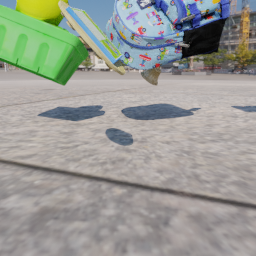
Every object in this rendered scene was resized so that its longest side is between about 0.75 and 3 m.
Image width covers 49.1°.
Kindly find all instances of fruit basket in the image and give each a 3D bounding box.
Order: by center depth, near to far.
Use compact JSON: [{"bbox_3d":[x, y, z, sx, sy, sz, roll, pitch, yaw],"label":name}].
[{"bbox_3d":[-2.326,-2.806,7.476,2.847,2.847,2.054,0,0,0],"label":"fruit basket"}]

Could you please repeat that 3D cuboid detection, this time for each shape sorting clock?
[{"bbox_3d":[-0.498,-1.257,3.999,0.257,1.309,1.309,-39,1,17],"label":"shape sorting clock"}]

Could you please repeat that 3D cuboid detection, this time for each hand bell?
[{"bbox_3d":[1.177,-2.323,9.986,0.768,1.475,0.768,28,30,-18],"label":"hand bell"}]

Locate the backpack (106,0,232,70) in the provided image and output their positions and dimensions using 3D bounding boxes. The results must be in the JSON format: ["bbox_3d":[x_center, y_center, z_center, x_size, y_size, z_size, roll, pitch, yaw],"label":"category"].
[{"bbox_3d":[0.797,-2.830,6.994,2.706,2.470,1.820,-20,-25,-7],"label":"backpack"}]
